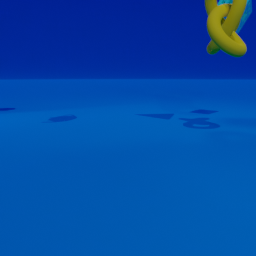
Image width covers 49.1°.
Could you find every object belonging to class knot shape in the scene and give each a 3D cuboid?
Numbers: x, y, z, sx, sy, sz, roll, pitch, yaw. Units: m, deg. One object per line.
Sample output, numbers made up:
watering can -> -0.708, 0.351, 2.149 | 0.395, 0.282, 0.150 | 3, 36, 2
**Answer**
knot shape -> 2.140, -2.220, 6.148 | 0.816, 1.767, 1.653 | -3, 51, 15

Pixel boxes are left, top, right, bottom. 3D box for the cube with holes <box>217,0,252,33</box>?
cube with holes -> 2.992, -3.319, 8.004 | 0.734, 0.734, 0.734 | 34, 5, 27
